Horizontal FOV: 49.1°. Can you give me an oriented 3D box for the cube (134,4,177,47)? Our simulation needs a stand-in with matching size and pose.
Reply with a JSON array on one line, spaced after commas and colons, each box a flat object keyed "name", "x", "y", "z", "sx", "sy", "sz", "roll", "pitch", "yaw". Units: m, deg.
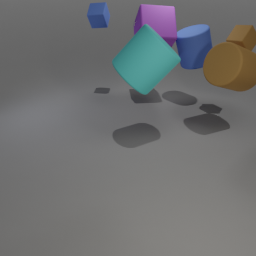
[{"name": "cube", "x": 1.062, "y": -3.930, "z": 11.341, "sx": 1.400, "sy": 1.400, "sz": 1.400, "roll": 0, "pitch": -12, "yaw": -10}]

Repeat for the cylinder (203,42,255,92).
[{"name": "cylinder", "x": 3.461, "y": -1.983, "z": 9.256, "sx": 1.400, "sy": 1.400, "sz": 1.400, "roll": 3, "pitch": 21, "yaw": -40}]

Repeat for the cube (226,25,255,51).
[{"name": "cube", "x": 4.064, "y": -3.140, "z": 9.921, "sx": 0.700, "sy": 0.700, "sz": 0.700, "roll": -56, "pitch": 37, "yaw": -3}]

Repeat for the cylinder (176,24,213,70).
[{"name": "cylinder", "x": 2.768, "y": -3.368, "z": 11.651, "sx": 1.400, "sy": 1.400, "sz": 1.400, "roll": -14, "pitch": 32, "yaw": 9}]

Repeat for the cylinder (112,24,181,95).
[{"name": "cylinder", "x": 0.510, "y": -1.910, "z": 7.898, "sx": 1.400, "sy": 1.400, "sz": 1.400, "roll": 39, "pitch": 21, "yaw": -18}]

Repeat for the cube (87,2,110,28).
[{"name": "cube", "x": -1.192, "y": -4.593, "z": 11.437, "sx": 0.700, "sy": 0.700, "sz": 0.700, "roll": 2, "pitch": 64, "yaw": 13}]
